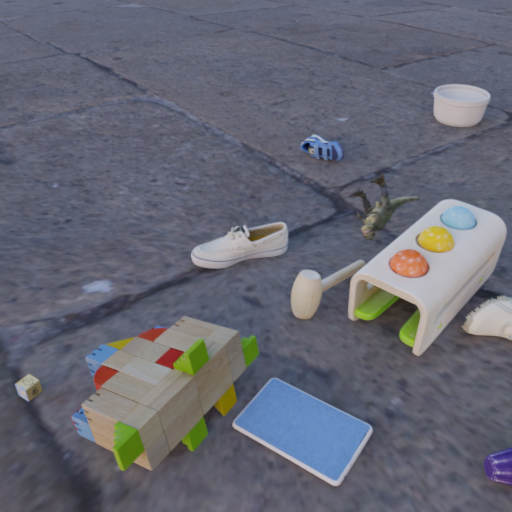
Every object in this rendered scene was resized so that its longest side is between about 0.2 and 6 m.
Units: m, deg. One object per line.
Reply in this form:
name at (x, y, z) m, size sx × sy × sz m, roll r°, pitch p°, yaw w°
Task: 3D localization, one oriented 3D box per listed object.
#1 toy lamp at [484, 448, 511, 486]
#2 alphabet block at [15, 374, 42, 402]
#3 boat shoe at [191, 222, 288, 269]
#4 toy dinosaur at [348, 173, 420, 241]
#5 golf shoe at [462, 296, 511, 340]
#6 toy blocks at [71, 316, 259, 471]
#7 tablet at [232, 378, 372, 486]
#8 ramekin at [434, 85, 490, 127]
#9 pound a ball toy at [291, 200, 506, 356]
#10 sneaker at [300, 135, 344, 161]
toy lamp at (3.535, 2.494, 6.658) m, size 1.588 × 0.462 × 0.462 m, roll -2°, pitch 35°, yaw -2°
alphabet block at (-3.161, 1.834, 7.788) m, size 0.232 × 0.233 × 0.237 m, roll 21°, pitch 40°, yaw 25°
boat shoe at (-0.288, -0.274, 10.402) m, size 1.879 × 0.656 × 0.666 m, roll -9°, pitch 39°, yaw -12°
toy dinosaur at (2.178, -0.924, 9.920) m, size 1.928 × 0.458 × 0.850 m, roll -36°, pitch 92°, yaw -39°
golf shoe at (4.051, 1.053, 8.601) m, size 1.662 × 0.651 × 0.808 m, roll -8°, pitch 41°, yaw -9°
toy blocks at (-1.441, 1.620, 7.455) m, size 1.781 × 1.302 × 2.605 m, roll 10°, pitch 34°, yaw 33°
tablet at (0.598, 2.240, 7.315) m, size 1.584 × 0.108 × 1.031 m, roll 21°, pitch 40°, yaw 28°
ramekin at (5.830, -4.297, 16.075) m, size 1.516 × 0.796 × 1.516 m, roll 0°, pitch 35°, yaw 0°
pound a ball toy at (2.375, 0.091, 9.212) m, size 2.159 × 1.407 × 3.312 m, roll 28°, pitch 45°, yaw 33°
sneaker at (1.653, -2.638, 14.006) m, size 0.545 × 0.490 × 1.326 m, roll -25°, pitch 35°, yaw -28°
